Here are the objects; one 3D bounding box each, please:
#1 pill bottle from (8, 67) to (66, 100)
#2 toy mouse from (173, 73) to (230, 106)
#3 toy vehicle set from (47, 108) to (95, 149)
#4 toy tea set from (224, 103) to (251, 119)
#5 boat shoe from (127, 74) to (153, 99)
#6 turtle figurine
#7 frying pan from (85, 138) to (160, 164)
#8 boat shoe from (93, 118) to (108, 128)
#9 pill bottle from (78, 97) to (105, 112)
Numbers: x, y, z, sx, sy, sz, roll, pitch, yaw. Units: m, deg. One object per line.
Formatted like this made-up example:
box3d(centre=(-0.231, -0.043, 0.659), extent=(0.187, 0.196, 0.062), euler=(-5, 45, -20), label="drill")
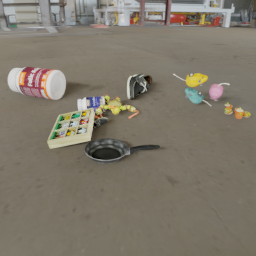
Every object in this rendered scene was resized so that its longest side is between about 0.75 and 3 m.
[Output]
box3d(centre=(-4.392, -2.193, 13.478), extent=(2.459, 1.404, 1.404), euler=(10, 27, 19), label="pill bottle")
box3d(centre=(3.175, -1.430, 11.803), extent=(2.295, 2.040, 0.444), euler=(6, 56, 35), label="toy mouse")
box3d(centre=(-1.952, -0.053, 9.989), extent=(1.380, 0.294, 2.221), euler=(-12, 25, 3), label="toy vehicle set")
box3d(centre=(4.465, -0.781, 11.652), extent=(0.719, 0.448, 1.210), euler=(-16, 30, -30), label="toy tea set")
box3d(centre=(0.561, -2.123, 13.830), extent=(0.923, 0.980, 2.729), euler=(3, 23, 17), label="boat shoe")
box3d(centre=(-0.692, -0.961, 11.767), extent=(2.082, 0.671, 1.679), euler=(-6, 26, -11), label="turtle figurine")
box3d(centre=(-0.271, 0.634, 8.820), extent=(2.212, 0.360, 1.338), euler=(-10, 28, -24), label="frying pan")
box3d(centre=(-1.152, -0.152, 10.519), extent=(0.885, 0.318, 0.299), euler=(-15, 31, -16), label="boat shoe")
box3d(centre=(-1.540, -0.980, 11.844), extent=(1.129, 0.653, 0.653), euler=(-5, 26, -6), label="pill bottle")
